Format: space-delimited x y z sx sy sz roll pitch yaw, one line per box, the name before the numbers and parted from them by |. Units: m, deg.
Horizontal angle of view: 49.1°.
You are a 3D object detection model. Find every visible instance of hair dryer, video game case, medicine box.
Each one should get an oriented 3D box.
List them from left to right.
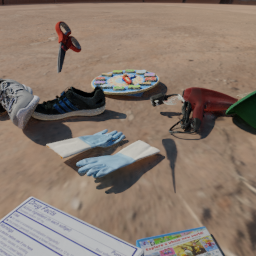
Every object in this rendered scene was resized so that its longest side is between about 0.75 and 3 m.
medicine box | -1.199 2.250 3.479 2.061 1.164 2.262 16 32 26
video game case | 0.993 2.385 4.278 1.333 0.166 1.863 -7 30 -11
hair dryer | 2.319 -0.563 9.216 2.853 0.775 2.173 -16 45 -13

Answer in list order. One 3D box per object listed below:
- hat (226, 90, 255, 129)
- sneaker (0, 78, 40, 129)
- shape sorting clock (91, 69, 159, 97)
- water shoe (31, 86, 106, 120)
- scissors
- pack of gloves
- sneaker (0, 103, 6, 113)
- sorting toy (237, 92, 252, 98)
hat | 4.465 0.054 8.106 2.335 2.481 2.819 -32 -15 28
sneaker | -3.623 -0.846 8.713 1.223 1.115 2.984 29 3 -32
shape sorting clock | -0.118 -1.986 11.641 2.830 0.555 2.830 0 29 0
water shoe | -2.006 -0.921 9.297 2.507 0.989 0.896 -6 30 -11
scissors | -1.556 -1.930 6.464 0.169 0.887 2.425 -27 24 17
pack of gloves | -0.626 0.686 7.225 2.258 0.446 1.897 -16 30 -42
sneaker | -4.610 -0.896 9.805 0.763 0.593 1.696 -12 28 9
sorting toy | 4.744 -1.045 10.290 1.965 0.268 1.107 -14 28 -23
